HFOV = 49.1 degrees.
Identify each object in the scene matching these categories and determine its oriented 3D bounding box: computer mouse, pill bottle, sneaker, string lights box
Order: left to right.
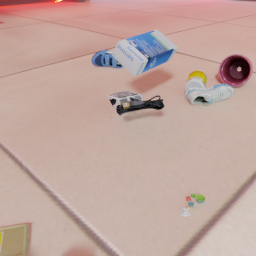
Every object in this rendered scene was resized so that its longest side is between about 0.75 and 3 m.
[{"bbox_3d":[-0.770,-3.516,14.340,2.170,0.802,0.893,-8,35,-12],"label":"sneaker"},{"bbox_3d":[0.060,-0.844,9.703,1.495,0.598,2.727,-14,16,-14],"label":"computer mouse"},{"bbox_3d":[0.653,-2.711,9.890,1.146,0.657,2.230,46,48,14],"label":"string lights box"},{"bbox_3d":[2.869,-1.908,11.714,0.811,0.811,1.485,10,34,15],"label":"pill bottle"},{"bbox_3d":[3.205,-1.177,10.792,1.865,0.699,0.808,-8,38,3],"label":"sneaker"}]

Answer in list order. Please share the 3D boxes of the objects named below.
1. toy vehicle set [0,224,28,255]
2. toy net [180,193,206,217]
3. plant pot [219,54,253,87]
[{"bbox_3d":[-2.645,2.344,5.489,1.256,0.166,0.780,-7,33,-11],"label":"toy vehicle set"},{"bbox_3d":[1.428,1.747,6.468,0.781,0.151,0.410,-26,40,-34],"label":"toy net"},{"bbox_3d":[4.842,-2.557,12.419,1.375,1.375,1.231,18,20,27],"label":"plant pot"}]
